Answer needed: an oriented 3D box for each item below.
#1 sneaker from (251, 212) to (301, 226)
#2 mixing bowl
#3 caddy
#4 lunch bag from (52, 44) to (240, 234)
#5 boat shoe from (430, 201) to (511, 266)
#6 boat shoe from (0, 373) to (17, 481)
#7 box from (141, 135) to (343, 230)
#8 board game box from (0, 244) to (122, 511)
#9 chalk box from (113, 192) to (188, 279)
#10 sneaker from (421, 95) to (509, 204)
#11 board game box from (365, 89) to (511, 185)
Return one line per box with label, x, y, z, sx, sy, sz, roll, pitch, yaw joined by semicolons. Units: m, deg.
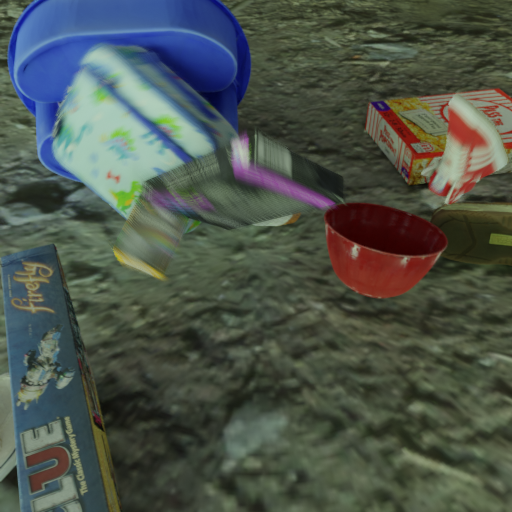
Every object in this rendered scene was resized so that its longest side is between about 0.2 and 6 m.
sneaker;-0.407;-1.153;10.379;1.253;1.078;2.961;6;18;-47
mixing bowl;1.860;-0.009;8.619;1.863;1.009;1.863;8;27;-4
caddy;-2.398;-3.438;11.030;4.785;3.383;2.512;-6;44;-8
lunch bag;-1.835;-1.876;9.214;2.949;2.370;1.216;43;30;8
boat shoe;4.677;-0.384;9.151;3.490;1.250;1.329;16;31;18
boat shoe;-3.303;2.235;6.197;0.979;0.889;2.661;7;41;8
box;-0.213;-0.807;6.905;2.098;1.500;0.379;-13;70;43
board game box;-1.825;1.847;5.531;0.602;2.359;3.482;-14;42;-17
chalk box;-1.485;-0.409;8.307;0.775;0.771;1.245;26;76;-4
sneaker;2.901;-1.453;8.147;1.163;2.067;0.736;-39;57;18
board game box;4.326;-2.626;12.051;3.234;0.749;2.450;-9;41;-10
